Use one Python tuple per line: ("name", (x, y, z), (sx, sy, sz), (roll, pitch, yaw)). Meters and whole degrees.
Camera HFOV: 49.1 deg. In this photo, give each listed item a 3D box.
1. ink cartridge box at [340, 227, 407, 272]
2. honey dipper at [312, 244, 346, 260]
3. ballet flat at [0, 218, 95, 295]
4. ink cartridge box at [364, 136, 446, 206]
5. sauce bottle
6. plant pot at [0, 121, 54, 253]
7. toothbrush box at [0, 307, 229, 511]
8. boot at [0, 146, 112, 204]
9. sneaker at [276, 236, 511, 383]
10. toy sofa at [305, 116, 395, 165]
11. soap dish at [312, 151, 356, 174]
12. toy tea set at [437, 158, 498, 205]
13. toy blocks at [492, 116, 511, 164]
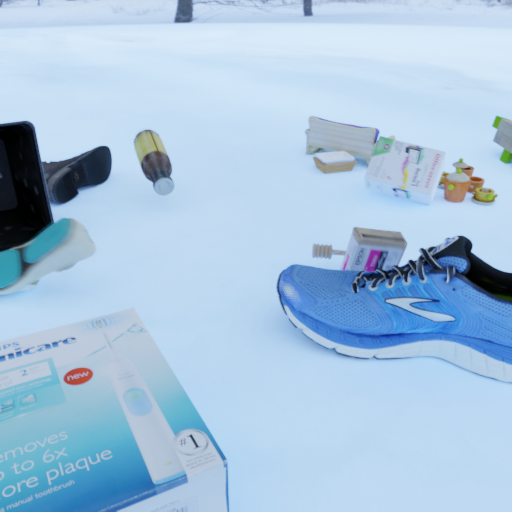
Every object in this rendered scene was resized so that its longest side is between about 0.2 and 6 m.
("ink cartridge box", (1.590, 0.060, 7.723), (0.705, 0.855, 0.321), (4, 35, -13))
("honey dipper", (1.452, -0.027, 8.424), (1.211, 0.230, 0.230), (5, 28, -2))
("ballet flat", (-3.091, 0.142, 7.804), (1.999, 0.694, 0.694), (-24, 22, 17))
("ink cartridge box", (2.902, -1.663, 10.916), (1.328, 0.962, 0.558), (18, -12, 18))
("sauce bottle", (-1.974, -1.810, 10.884), (0.608, 0.608, 1.878), (-8, 39, -15))
("plant pot", (-4.667, -1.132, 9.257), (2.038, 2.033, 1.808), (-15, 21, -26))
("toothbrush box", (-1.492, 1.608, 4.838), (1.753, 1.021, 2.394), (-13, 29, -24))
("boot", (-4.358, -1.839, 11.670), (2.014, 0.801, 2.313), (11, 32, 20))
("sneaker", (1.932, 0.379, 6.657), (3.408, 1.519, 1.339), (6, 28, 13))
("toy sofa", (2.190, -2.763, 13.245), (2.027, 0.989, 0.840), (21, 34, 35))
("soap dish", (1.768, -2.119, 12.705), (0.820, 0.333, 0.645), (-9, 29, -15))
("toy tea set", (4.210, -1.621, 11.407), (1.039, 0.647, 1.748), (1, 28, 1))
("toy blocks", (6.680, -2.552, 12.983), (1.557, 1.138, 2.277), (7, 27, -11))
